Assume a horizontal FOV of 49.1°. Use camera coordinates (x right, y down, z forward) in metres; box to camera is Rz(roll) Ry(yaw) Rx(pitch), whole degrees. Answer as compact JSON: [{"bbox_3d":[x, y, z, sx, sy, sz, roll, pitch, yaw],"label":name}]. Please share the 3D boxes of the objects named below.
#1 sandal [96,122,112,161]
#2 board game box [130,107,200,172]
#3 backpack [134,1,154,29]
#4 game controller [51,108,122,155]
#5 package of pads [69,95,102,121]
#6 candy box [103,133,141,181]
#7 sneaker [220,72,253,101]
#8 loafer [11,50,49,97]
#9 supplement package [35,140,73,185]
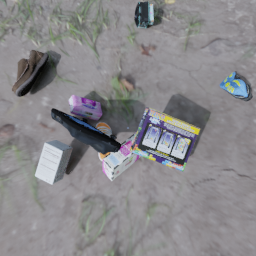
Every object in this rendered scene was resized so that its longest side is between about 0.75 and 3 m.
[{"bbox_3d":[-0.594,0.309,7.456,0.456,0.341,1.191,-1,59,-14],"label":"sandal"},{"bbox_3d":[0.831,0.262,6.391,1.303,0.369,1.077,22,90,-11],"label":"board game box"},{"bbox_3d":[0.553,-3.907,9.792,0.677,0.884,0.777,-4,87,-13],"label":"backpack"},{"bbox_3d":[-1.080,-0.004,6.616,0.511,1.265,2.425,-57,29,-5],"label":"game controller"},{"bbox_3d":[-1.186,-0.565,7.778,0.889,0.336,0.535,14,44,-32],"label":"package of pads"},{"bbox_3d":[-0.024,0.653,6.932,1.303,0.889,0.398,-38,72,-22],"label":"candy box"},{"bbox_3d":[3.087,-1.127,7.972,0.680,0.582,1.641,41,20,-12],"label":"sneaker"},{"bbox_3d":[-3.052,-1.683,8.423,0.673,0.692,1.896,28,45,-14],"label":"loafer"},{"bbox_3d":[-1.755,0.796,6.655,0.512,0.510,0.872,23,101,14],"label":"supplement package"}]
